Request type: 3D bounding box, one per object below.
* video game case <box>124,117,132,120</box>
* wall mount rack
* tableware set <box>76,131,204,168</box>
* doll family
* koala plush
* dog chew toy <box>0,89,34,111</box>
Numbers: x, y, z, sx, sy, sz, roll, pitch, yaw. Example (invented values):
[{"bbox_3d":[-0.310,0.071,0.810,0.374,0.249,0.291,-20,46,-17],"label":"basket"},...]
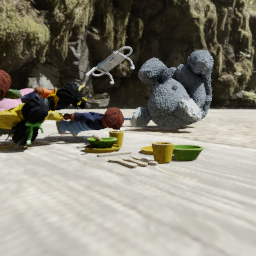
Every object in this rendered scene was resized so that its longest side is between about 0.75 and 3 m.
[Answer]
[{"bbox_3d":[0.335,-0.446,12.996,0.939,0.117,1.312,2,5,13],"label":"video game case"},{"bbox_3d":[-0.414,-1.373,6.223,1.148,0.428,0.997,-31,-22,28],"label":"wall mount rack"},{"bbox_3d":[0.105,0.214,3.909,1.204,0.274,1.787,-2,5,-30],"label":"tableware set"},{"bbox_3d":[-1.327,-0.278,4.695,2.873,1.127,1.660,-7,-5,-44],"label":"doll family"},{"bbox_3d":[1.284,-0.730,7.807,2.171,2.250,2.448,-5,23,25],"label":"koala plush"},{"bbox_3d":[-3.002,-0.490,7.837,1.161,1.161,1.864,1,11,10],"label":"dog chew toy"}]
